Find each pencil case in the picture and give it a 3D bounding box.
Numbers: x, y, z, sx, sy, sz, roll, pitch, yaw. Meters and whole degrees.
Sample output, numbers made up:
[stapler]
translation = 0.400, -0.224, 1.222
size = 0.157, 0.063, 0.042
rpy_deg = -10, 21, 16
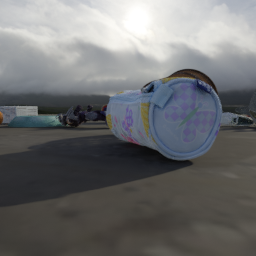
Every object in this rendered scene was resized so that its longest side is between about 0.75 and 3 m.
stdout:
[pencil case]
translation = 0.360, -0.174, 4.403
size = 1.112, 1.019, 2.452
rpy_deg = 23, -3, -15

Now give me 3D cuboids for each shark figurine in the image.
[shark figurine]
translation = 4.690, -0.600, 10.491
size = 1.245, 1.782, 2.983
rpy_deg = 10, 31, 16

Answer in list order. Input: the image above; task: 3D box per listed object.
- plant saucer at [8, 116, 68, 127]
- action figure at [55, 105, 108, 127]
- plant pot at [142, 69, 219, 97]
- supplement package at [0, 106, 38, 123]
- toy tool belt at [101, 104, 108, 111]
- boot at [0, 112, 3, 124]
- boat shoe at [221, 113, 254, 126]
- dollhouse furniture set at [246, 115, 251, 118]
[plant saucer]
translation = -3.663, -0.291, 11.465
size = 2.365, 0.425, 2.365
rpy_deg = 0, 4, 0
[action figure]
translation = -1.436, -0.481, 10.586
size = 2.776, 0.963, 1.806
rpy_deg = -3, 11, 11
[plant pot]
translation = 1.230, -0.641, 7.410
size = 1.824, 1.824, 1.806
rpy_deg = 2, 11, 35
[supplement package]
translation = -5.334, -0.644, 13.688
size = 1.493, 0.828, 1.163
rpy_deg = 4, 6, 38
[toy tool belt]
translation = -0.212, -1.060, 14.544
size = 2.621, 1.637, 1.611
rpy_deg = 0, -5, 6
[boot]
translation = -5.809, -0.429, 10.296
size = 1.920, 0.914, 2.482
rpy_deg = -3, 16, -37
[boat shoe]
translation = 4.242, -0.337, 11.112
size = 1.469, 0.540, 0.490
rpy_deg = 1, 4, 5
[dollhouse furniture set]
translation = 5.670, -0.346, 11.875
size = 1.573, 0.640, 0.847
rpy_deg = -15, -5, 35
